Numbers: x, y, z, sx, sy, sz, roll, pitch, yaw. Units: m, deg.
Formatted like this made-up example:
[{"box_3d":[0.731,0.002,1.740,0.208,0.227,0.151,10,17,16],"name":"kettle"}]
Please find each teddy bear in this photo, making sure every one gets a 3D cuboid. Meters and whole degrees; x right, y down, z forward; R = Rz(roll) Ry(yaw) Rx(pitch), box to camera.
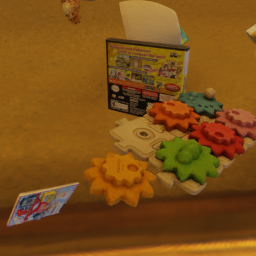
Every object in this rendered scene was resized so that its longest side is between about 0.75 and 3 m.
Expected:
[{"box_3d":[-1.461,-3.498,7.327,0.667,1.448,1.998,-14,14,-2],"name":"teddy bear"}]

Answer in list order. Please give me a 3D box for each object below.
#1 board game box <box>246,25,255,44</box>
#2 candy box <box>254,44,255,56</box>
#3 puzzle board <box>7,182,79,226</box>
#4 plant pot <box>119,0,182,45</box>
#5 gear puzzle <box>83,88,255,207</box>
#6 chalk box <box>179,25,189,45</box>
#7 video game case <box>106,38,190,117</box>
[{"box_3d":[3.425,-2.272,6.070,1.389,0.240,0.877,-33,40,17],"name":"board game box"},{"box_3d":[4.178,-2.983,7.218,0.685,2.426,1.416,-30,37,-27],"name":"candy box"},{"box_3d":[-1.144,1.041,3.739,0.757,1.004,0.087,-4,57,-35],"name":"puzzle board"},{"box_3d":[0.613,-2.275,6.884,1.244,1.852,1.852,-13,51,7],"name":"plant pot"},{"box_3d":[0.606,0.052,3.522,1.490,0.377,2.877,33,40,32],"name":"gear puzzle"},{"box_3d":[1.445,-2.704,8.566,0.567,0.908,0.563,-38,99,0],"name":"chalk box"},{"box_3d":[0.342,-0.971,5.838,1.767,1.597,0.225,15,32,26],"name":"video game case"}]
